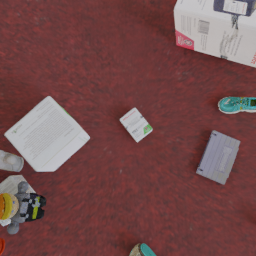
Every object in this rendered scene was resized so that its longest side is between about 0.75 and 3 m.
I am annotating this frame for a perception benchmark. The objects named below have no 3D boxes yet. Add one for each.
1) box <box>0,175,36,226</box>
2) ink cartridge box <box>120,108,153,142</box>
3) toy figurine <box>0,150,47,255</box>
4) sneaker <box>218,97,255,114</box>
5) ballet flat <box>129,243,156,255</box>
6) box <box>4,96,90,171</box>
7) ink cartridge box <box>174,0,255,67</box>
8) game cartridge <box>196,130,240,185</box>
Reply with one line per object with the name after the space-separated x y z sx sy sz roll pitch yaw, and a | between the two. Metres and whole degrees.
-3.365 2.077 8.192 1.031 0.888 1.036 -40 82 -5 | box
0.256 -0.096 8.761 0.638 0.367 0.874 -37 79 -2 | ink cartridge box
-3.825 1.900 7.291 2.636 1.863 2.678 -39 65 6 | toy figurine
3.578 -0.790 8.810 1.441 0.574 0.559 -4 81 0 | sneaker
0.934 4.314 8.010 2.255 0.765 0.849 39 106 11 | ballet flat
-2.226 0.247 8.103 1.639 1.631 1.404 -42 83 -6 | box
2.881 -3.002 8.136 2.803 2.029 1.182 21 83 16 | ink cartridge box
2.821 0.914 8.714 0.944 0.280 1.457 24 82 0 | game cartridge
